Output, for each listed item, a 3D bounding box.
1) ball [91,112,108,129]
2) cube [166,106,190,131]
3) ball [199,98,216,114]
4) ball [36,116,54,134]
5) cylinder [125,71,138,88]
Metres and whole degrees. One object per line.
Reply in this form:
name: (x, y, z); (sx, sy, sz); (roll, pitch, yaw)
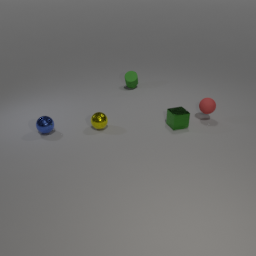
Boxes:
ball: (-1.162, -0.300, 11.342); (0.700, 0.700, 0.700); (0, 29, 0)
cube: (2.054, -0.400, 11.542); (0.700, 0.700, 0.700); (-10, 30, -17)
ball: (3.376, -0.941, 11.897); (0.700, 0.700, 0.700); (0, 29, 0)
ball: (-3.251, -0.130, 10.988); (0.700, 0.700, 0.700); (0, 29, 0)
cylinder: (0.192, -2.639, 15.285); (0.700, 0.700, 0.700); (-2, 68, 5)
